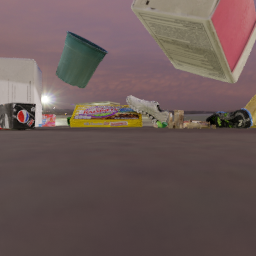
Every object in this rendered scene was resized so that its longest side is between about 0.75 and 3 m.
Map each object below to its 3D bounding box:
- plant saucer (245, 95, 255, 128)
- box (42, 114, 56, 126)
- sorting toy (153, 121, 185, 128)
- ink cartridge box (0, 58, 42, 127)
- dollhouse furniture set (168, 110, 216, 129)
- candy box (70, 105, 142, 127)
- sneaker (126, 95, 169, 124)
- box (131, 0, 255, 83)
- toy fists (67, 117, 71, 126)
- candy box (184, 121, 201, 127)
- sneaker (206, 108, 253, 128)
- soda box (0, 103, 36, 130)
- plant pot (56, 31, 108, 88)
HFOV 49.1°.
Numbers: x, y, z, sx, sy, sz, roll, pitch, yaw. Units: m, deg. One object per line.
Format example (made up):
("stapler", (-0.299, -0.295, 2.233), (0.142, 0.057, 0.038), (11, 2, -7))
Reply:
("plant saucer", (4.205, -0.498, 8.821), (0.352, 1.453, 1.453), (44, -10, -12))
("box", (-4.525, -0.394, 14.781), (1.334, 0.631, 0.684), (0, 1, -19))
("sorting toy", (1.339, -0.110, 9.199), (1.006, 0.200, 1.360), (0, 0, 13))
("ink cartridge box", (-3.979, -0.957, 8.248), (2.600, 1.899, 1.908), (0, 1, -11))
("dollhouse furniture set", (1.680, -0.229, 7.242), (1.003, 0.490, 0.855), (0, 1, 40))
("candy box", (-0.786, -0.479, 10.757), (2.655, 0.351, 1.357), (0, 28, 1))
("sneaker", (0.743, -0.777, 10.395), (1.745, 0.707, 0.656), (34, 31, 11))
("box", (1.581, -2.278, 5.976), (1.697, 1.446, 2.655), (24, -2, 32))
("toy fists", (-2.088, -0.268, 11.940), (0.720, 0.486, 1.413), (-8, 6, -26))
("candy box", (2.842, -0.172, 11.926), (0.929, 0.257, 0.536), (0, 1, -32))
("sneaker", (2.517, -0.173, 7.028), (0.589, 0.504, 1.422), (-19, 8, -22))
("soda box", (-2.289, -0.210, 5.423), (0.437, 0.488, 1.379), (3, -2, -43))
("plant pot", (-1.375, -1.867, 7.900), (1.256, 1.231, 1.256), (25, 17, -9))
